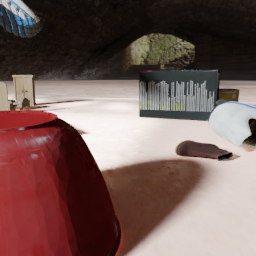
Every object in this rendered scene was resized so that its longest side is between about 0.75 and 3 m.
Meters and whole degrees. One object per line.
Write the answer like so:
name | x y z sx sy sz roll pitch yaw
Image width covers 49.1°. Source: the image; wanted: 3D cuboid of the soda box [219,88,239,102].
soda box | 2.788 -1.100 10.649 2.625 0.840 0.889 5 12 25

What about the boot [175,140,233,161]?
boot | 1.276 0.393 4.755 0.793 0.287 0.660 -3 10 -28

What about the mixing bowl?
mixing bowl | -1.093 0.459 2.446 2.058 1.114 2.058 -1 12 0

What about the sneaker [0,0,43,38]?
sneaker | -2.537 -2.721 5.724 2.260 0.847 0.979 34 61 10

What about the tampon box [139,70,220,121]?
tampon box | 1.734 -1.152 9.257 2.384 1.505 1.787 4 12 19

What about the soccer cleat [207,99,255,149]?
soccer cleat | 2.808 0.019 5.643 2.628 0.918 1.134 -1 36 -27

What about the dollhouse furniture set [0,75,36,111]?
dollhouse furniture set | -4.719 -1.356 10.805 1.511 1.291 2.916 0 12 -2
